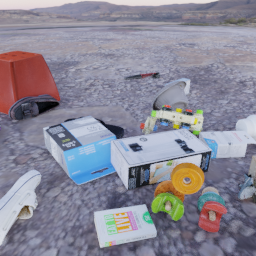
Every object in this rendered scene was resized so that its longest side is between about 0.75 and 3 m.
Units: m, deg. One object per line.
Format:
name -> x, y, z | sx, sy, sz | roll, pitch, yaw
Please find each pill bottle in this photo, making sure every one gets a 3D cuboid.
pill bottle -> 4.758, -0.043, 9.955 | 1.671, 0.925, 0.925 | -6, 27, -14

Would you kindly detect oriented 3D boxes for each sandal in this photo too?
sandal -> -1.272, -0.126, 10.570 | 2.432, 0.521, 0.925 | 9, 26, 17

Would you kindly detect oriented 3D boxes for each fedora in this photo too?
fedora -> 1.940, -1.097, 11.806 | 0.908, 1.779, 2.012 | 55, 19, 22

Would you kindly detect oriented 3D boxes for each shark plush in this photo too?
shark plush -> 3.136, 1.479, 7.461 | 0.452, 0.493, 1.086 | -23, 25, 28

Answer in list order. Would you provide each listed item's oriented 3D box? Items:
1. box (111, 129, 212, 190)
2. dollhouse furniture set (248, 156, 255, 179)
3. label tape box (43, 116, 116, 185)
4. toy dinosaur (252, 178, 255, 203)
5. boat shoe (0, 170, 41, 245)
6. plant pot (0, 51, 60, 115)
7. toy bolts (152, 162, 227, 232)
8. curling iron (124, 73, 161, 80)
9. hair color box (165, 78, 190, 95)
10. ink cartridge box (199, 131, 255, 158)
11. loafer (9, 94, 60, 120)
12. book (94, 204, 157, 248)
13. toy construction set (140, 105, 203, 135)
box -> 0.931, 0.823, 8.249 | 2.590, 0.779, 1.510 | -8, 28, -19
dollhouse furniture set -> 4.139, 1.198, 7.705 | 1.363, 0.665, 1.162 | 1, 26, 2
label tape box -> -1.348, 0.579, 8.770 | 1.777, 0.820, 2.481 | -17, 31, -30
toy dinosaur -> 3.599, 1.670, 6.283 | 1.280, 0.963, 2.502 | -9, 24, 10
boat shoe -> -2.524, 1.806, 6.546 | 0.761, 0.772, 2.179 | 30, 25, 0
plant pot -> -5.018, -2.211, 12.891 | 2.603, 2.296, 2.606 | 15, 29, 27
toy bolts -> 1.541, 1.443, 6.546 | 1.616, 1.543, 1.121 | 23, 22, 5
curling iron -> 0.905, -3.180, 17.176 | 2.338, 0.299, 0.580 | -5, 27, -11
hair color box -> 2.481, -1.955, 14.083 | 0.477, 0.780, 1.575 | 23, 34, 39
ink cartridge box -> 3.239, 0.533, 9.222 | 1.594, 0.532, 0.923 | -2, 26, -4
loafer -> -3.901, -0.901, 11.915 | 0.749, 0.854, 2.377 | 18, 28, 24
book -> -0.078, 2.163, 6.213 | 1.227, 0.295, 0.820 | -6, 31, -14
toy construction set -> 1.629, -0.258, 9.969 | 2.391, 1.102, 1.568 | -4, 0, -4
